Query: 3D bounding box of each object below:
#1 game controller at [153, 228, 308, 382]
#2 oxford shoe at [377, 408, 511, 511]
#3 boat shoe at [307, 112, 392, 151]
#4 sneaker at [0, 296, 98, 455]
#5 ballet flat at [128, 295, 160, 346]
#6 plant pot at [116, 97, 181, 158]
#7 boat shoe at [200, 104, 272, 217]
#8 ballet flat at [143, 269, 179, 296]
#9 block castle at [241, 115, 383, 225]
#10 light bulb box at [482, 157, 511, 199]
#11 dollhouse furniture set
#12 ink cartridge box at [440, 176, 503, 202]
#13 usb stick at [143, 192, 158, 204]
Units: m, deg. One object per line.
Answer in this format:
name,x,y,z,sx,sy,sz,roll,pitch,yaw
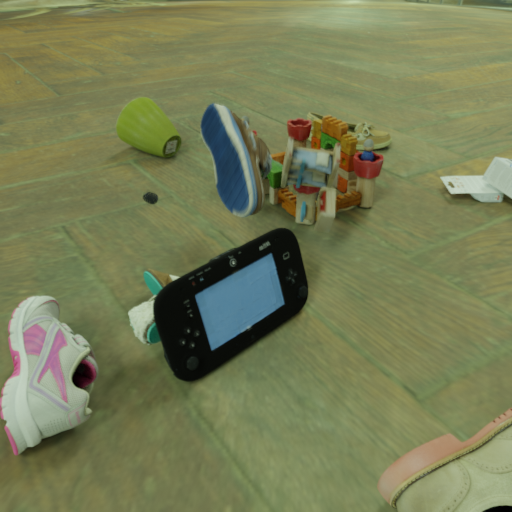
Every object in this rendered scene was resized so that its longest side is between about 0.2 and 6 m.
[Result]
game controller,-0.280,0.656,8.530,0.611,1.514,2.902,16,34,42
oxford shoe,2.882,2.425,6.238,2.977,1.054,1.099,-19,44,-14
boat shoe,2.682,-3.648,16.294,2.530,0.796,0.923,13,34,21
sneaker,-2.755,1.502,7.721,1.120,1.033,2.538,-7,40,-13
ballet flat,-1.036,0.651,8.592,2.077,0.745,0.745,-23,38,-37
plant pot,-2.834,-3.408,15.570,1.522,1.424,1.424,38,45,22
boat shoe,-0.223,-1.859,10.665,1.003,1.001,2.770,6,50,-32
ballet flat,-1.314,0.675,9.391,0.588,0.552,1.626,-22,40,-24
block castle,1.126,-2.302,13.243,2.351,1.651,3.518,-16,34,-24
light bulb box,6.006,-1.777,13.030,0.961,0.605,0.969,-3,38,-39
dollhouse furniture set,1.015,-1.365,10.687,1.011,1.005,1.434,7,61,-1
ink cartridge box,5.139,-1.595,13.440,1.225,0.307,0.993,-3,32,2
usb stick,-1.757,-0.969,9.342,0.239,0.141,0.863,19,6,-11
